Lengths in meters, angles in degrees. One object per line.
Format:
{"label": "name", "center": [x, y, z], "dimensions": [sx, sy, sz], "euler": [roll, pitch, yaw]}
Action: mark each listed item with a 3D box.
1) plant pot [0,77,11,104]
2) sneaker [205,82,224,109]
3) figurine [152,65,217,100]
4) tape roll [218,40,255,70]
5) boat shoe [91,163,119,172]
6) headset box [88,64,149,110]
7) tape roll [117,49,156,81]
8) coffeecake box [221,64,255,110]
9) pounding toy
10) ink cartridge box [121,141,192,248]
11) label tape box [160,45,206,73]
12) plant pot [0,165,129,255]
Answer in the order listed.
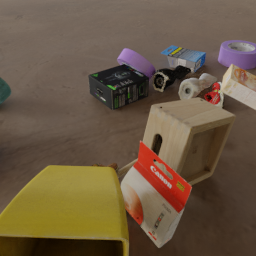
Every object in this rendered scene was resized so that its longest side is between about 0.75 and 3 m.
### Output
{"label": "plant pot", "center": [-5.544, -1.371, 11.154], "dimensions": [1.319, 1.319, 1.058], "euler": [12, 53, 15]}
{"label": "sneaker", "center": [3.582, -1.402, 11.675], "dimensions": [0.731, 0.663, 1.722], "euler": [3, 36, 11]}
{"label": "figurine", "center": [2.628, -2.176, 12.560], "dimensions": [2.258, 0.972, 2.203], "euler": [27, 40, 31]}
{"label": "tape roll", "center": [5.919, -3.915, 14.886], "dimensions": [2.036, 0.865, 2.036], "euler": [0, 37, 0]}
{"label": "boat shoe", "center": [-0.758, 1.177, 7.594], "dimensions": [0.529, 0.500, 1.470], "euler": [-29, -1, 32]}
{"label": "headset box", "center": [-0.463, -1.772, 11.891], "dimensions": [2.064, 0.957, 1.797], "euler": [-24, 43, -29]}
{"label": "tape roll", "center": [0.379, -2.837, 12.715], "dimensions": [1.754, 1.754, 0.575], "euler": [32, 87, 36]}
{"label": "coffeecake box", "center": [4.860, -1.624, 11.392], "dimensions": [1.923, 0.702, 1.476], "euler": [28, 40, 2]}
{"label": "pounding toy", "center": [1.195, 0.571, 7.836], "dimensions": [2.381, 2.587, 1.839], "euler": [-12, 36, -40]}
{"label": "ink cartridge box", "center": [0.505, 1.540, 6.372], "dimensions": [0.504, 2.012, 1.631], "euler": [-25, 50, -30]}
{"label": "label tape box", "center": [2.869, -3.648, 14.705], "dimensions": [1.995, 0.631, 1.439], "euler": [22, 42, 27]}
{"label": "plant pot", "center": [-1.077, 1.982, 5.701], "dimensions": [2.253, 2.253, 1.987], "euler": [1, 36, 2]}
